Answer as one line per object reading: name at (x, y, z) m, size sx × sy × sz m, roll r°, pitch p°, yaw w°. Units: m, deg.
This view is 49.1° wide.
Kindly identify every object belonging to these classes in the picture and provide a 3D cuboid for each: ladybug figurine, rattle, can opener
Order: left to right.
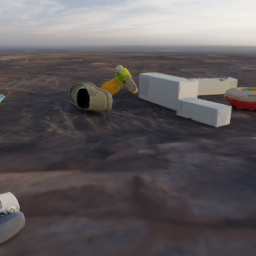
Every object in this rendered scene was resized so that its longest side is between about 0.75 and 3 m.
can opener at (-2.142, 1.225, 3.222) m, size 1.782 × 0.475 × 0.596 m, roll -12°, pitch 20°, yaw -29°
rattle at (-0.455, -1.904, 12.655) m, size 1.452 × 1.593 × 2.230 m, roll 37°, pitch 4°, yaw -18°
ladybug figurine at (4.304, -0.991, 9.684) m, size 1.910 × 0.687 × 1.296 m, roll 8°, pitch 20°, yaw 24°

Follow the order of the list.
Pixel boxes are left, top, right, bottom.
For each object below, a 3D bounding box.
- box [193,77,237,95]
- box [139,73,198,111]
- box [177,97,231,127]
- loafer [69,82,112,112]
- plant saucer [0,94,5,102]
box at (3.772, -1.861, 12.433) m, size 1.913 × 0.654 × 0.786 m, roll -4°, pitch 18°, yaw -11°
box at (1.421, -1.431, 10.503) m, size 0.881 × 1.059 × 2.577 m, roll -9°, pitch 22°, yaw -28°
box at (2.245, -0.517, 8.462) m, size 0.657 × 0.547 × 1.599 m, roll -11°, pitch 22°, yaw -31°
loafer at (-1.454, -1.094, 9.504) m, size 0.812 × 0.916 × 2.408 m, roll -1°, pitch 12°, yaw -39°
plant saucer at (-5.359, -0.728, 9.119) m, size 2.548 × 0.490 × 2.548 m, roll -1°, pitch 16°, yaw 0°
